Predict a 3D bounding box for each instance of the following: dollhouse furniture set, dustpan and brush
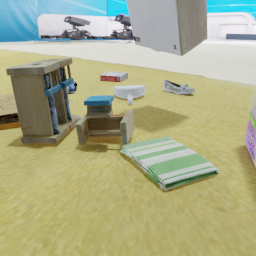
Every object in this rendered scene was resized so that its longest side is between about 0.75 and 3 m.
[{"bbox_3d":[-1.205,-0.781,7.102,2.620,1.847,1.836,-1,21,11],"label":"dollhouse furniture set"},{"bbox_3d":[0.072,-1.286,10.709,1.283,0.526,1.838,-3,14,1],"label":"dustpan and brush"}]

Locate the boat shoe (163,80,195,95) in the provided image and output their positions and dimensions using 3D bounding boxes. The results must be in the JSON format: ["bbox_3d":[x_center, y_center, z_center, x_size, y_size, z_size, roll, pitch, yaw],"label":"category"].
[{"bbox_3d":[2.095,-1.689,11.624,1.447,0.464,0.533,18,27,39],"label":"boat shoe"}]

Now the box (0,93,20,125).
[{"bbox_3d":[-3.706,-0.692,8.993,2.394,0.312,2.929,-11,22,-22],"label":"box"}]

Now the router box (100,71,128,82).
[{"bbox_3d":[-0.697,-2.642,14.354,1.089,0.296,1.214,7,22,19],"label":"router box"}]

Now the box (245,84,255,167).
[{"bbox_3d":[3.269,-0.502,4.985,1.421,2.940,2.586,7,21,10],"label":"box"}]

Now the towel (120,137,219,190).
[{"bbox_3d":[0.806,0.654,5.880,1.391,0.213,1.823,-10,22,-26],"label":"towel"}]

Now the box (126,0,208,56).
[{"bbox_3d":[1.080,-3.281,7.871,1.249,1.911,1.901,-38,44,-26],"label":"box"}]

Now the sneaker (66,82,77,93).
[{"bbox_3d":[-2.466,-1.780,11.986,0.555,0.489,1.245,0,28,-20],"label":"sneaker"}]
